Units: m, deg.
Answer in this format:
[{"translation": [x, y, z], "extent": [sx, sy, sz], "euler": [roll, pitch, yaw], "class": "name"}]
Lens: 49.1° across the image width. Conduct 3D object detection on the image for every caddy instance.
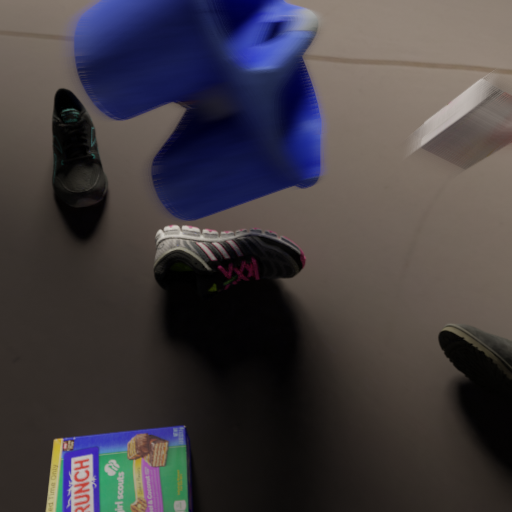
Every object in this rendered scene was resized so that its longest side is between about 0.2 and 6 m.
[{"translation": [-0.293, -2.767, 8.094], "extent": [2.577, 3.471, 4.910], "euler": [-21, 30, 21], "class": "caddy"}]

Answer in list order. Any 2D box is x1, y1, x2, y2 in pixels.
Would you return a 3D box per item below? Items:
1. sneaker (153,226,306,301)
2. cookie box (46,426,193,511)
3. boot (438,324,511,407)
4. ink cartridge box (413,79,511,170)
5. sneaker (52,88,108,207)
[{"translation": [-0.554, 0.223, 9.681], "extent": [2.762, 1.019, 1.208], "euler": [5, 52, 10], "class": "sneaker"}, {"translation": [-1.793, 3.201, 7.487], "extent": [1.821, 0.684, 1.558], "euler": [-5, 53, -4], "class": "cookie box"}, {"translation": [4.520, 1.135, 8.964], "extent": [2.423, 0.967, 2.665], "euler": [38, 67, 10], "class": "boot"}, {"translation": [3.270, -1.925, 8.752], "extent": [0.941, 1.616, 0.545], "euler": [22, 66, -15], "class": "ink cartridge box"}, {"translation": [-3.800, -2.238, 11.529], "extent": [1.109, 1.166, 2.941], "euler": [-14, 54, -13], "class": "sneaker"}]
